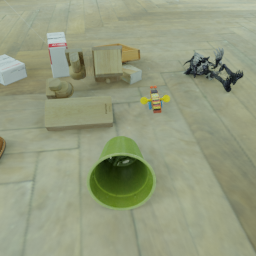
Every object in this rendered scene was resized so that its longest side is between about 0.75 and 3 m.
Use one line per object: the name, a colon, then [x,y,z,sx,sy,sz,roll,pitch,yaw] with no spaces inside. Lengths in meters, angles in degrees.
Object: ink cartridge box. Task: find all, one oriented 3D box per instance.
ink cartridge box: [-3.064,-3.266,12.396,0.799,1.377,1.909,-9,38,-12]
ink cartridge box: [-5.262,-2.509,12.001,1.540,0.645,1.111,26,44,31]

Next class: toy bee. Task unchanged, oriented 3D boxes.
toy bee: [0.852,-1.013,9.524,0.943,0.783,1.441,-13,18,-19]

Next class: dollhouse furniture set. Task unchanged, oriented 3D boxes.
dollhouse furniture set: [-1.466,-1.088,10.246,2.676,2.293,2.814,-4,72,-5]

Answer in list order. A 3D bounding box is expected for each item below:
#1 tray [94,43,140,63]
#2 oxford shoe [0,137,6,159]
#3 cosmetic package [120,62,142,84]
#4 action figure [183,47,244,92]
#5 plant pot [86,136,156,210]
tray: [-0.575,-3.474,12.965,1.345,0.505,2.727,-13,25,-17]
oxford shoe: [-4.320,0.902,7.187,1.035,1.034,2.902,13,37,19]
cosmetic package: [-0.089,-2.392,12.001,0.687,0.464,1.306,-30,46,-34]
action figure: [3.385,-2.611,11.595,1.595,1.369,2.683,-31,48,-20]
plant pot: [-0.164,0.943,6.945,1.566,1.566,1.487,-1,24,-1]
